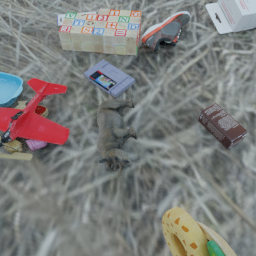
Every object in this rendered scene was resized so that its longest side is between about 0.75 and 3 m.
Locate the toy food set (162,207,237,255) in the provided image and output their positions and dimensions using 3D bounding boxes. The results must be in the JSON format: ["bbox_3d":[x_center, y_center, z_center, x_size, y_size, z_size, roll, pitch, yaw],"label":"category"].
[{"bbox_3d":[1.140,2.453,3.949,0.565,2.324,2.301,-9,18,-14],"label":"toy food set"}]

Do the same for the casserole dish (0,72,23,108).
[{"bbox_3d":[-3.728,-1.077,7.757,1.802,0.350,1.092,14,56,11],"label":"casserole dish"}]

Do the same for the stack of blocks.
[{"bbox_3d":[-0.829,-3.137,9.012,2.414,0.707,1.390,5,54,4],"label":"stack of blocks"}]

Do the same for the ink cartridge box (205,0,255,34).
[{"bbox_3d":[4.071,-4.166,9.515,2.421,0.807,1.402,-14,70,-10],"label":"ink cartridge box"}]

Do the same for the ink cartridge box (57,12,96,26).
[{"bbox_3d":[-1.755,-3.727,9.737,1.365,0.253,0.646,-6,55,-7],"label":"ink cartridge box"}]

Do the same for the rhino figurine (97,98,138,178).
[{"bbox_3d":[-0.285,0.179,6.641,0.974,0.666,2.227,-10,55,10],"label":"rhino figurine"}]

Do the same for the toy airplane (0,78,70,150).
[{"bbox_3d":[-2.422,-0.449,7.019,2.568,0.472,2.568,0,46,0],"label":"toy airplane"}]

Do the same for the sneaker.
[{"bbox_3d":[1.358,-3.036,9.090,2.060,0.794,0.843,-35,88,-22],"label":"sneaker"}]

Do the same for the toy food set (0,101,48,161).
[{"bbox_3d":[-2.482,0.081,6.984,1.208,0.299,1.901,5,47,3],"label":"toy food set"}]

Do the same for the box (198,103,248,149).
[{"bbox_3d":[2.341,-0.065,6.993,0.553,0.414,1.105,-27,57,-18],"label":"box"}]

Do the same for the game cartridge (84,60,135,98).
[{"bbox_3d":[-0.552,-1.451,8.112,1.300,0.250,0.843,36,58,23],"label":"game cartridge"}]
